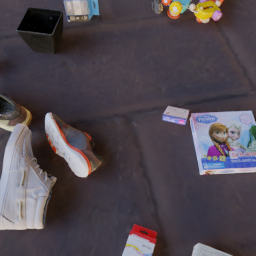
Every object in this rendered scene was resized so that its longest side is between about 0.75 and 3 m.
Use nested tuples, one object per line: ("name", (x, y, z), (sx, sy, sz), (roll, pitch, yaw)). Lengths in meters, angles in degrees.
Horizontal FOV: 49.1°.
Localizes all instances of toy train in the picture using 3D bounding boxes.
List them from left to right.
("toy train", (2.153, -4.200, 9.269), (2.505, 0.697, 1.881), (3, 60, -13))

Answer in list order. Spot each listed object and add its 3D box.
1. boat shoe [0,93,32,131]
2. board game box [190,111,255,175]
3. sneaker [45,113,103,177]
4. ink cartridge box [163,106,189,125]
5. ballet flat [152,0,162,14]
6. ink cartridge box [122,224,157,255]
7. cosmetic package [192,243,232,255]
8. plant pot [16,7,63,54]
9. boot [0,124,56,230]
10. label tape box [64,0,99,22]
("boat shoe", (-3.761, -0.704, 7.174), (2.646, 0.858, 0.969), (15, 60, 9))
("board game box", (2.431, 0.326, 6.872), (1.572, 0.324, 1.569), (-3, 59, -2))
("sneaker", (-1.312, 0.337, 6.779), (0.784, 0.738, 1.914), (-24, 64, -38))
("ink cartridge box", (1.188, -0.304, 6.939), (0.563, 0.198, 0.944), (13, 19, 13))
("ballet flat", (0.990, -3.979, 9.134), (0.293, 0.426, 1.265), (-5, 25, 0))
("ink cartridge box", (0.218, 2.442, 5.609), (0.553, 0.320, 0.951), (17, 60, 9))
("cosmetic package", (1.442, 2.957, 5.205), (0.698, 0.493, 1.348), (19, 62, 11))
("plant pot", (-2.511, -2.847, 8.409), (1.072, 0.951, 1.070), (8, 60, 5))
("boot", (-2.150, 1.046, 6.244), (1.124, 0.865, 2.352), (5, 67, -5))
("label tape box", (-1.501, -3.906, 9.154), (1.051, 0.753, 0.348), (-2, 59, -1))
